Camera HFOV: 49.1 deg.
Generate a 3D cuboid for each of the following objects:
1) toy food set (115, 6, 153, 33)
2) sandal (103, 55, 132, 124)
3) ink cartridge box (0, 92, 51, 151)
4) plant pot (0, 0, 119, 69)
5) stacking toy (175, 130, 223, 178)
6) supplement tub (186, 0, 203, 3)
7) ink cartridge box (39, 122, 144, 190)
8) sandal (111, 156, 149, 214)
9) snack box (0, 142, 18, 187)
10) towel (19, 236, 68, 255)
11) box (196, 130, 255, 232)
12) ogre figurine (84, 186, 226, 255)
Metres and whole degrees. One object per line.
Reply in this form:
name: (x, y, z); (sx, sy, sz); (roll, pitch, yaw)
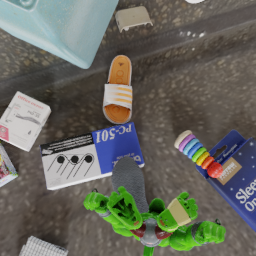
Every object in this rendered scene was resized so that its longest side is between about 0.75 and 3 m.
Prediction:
toy food set: (0.181, -3.432, 8.913); (1.055, 0.319, 0.757); (-13, 63, -5)
sandal: (-0.297, -1.218, 8.068); (0.844, 0.631, 2.204); (2, 74, 0)
ink cartridge box: (-2.904, -0.185, 7.741); (0.993, 0.561, 1.356); (26, 75, -3)
plant pot: (-2.113, -3.576, 7.111); (2.896, 2.950, 2.888); (26, 97, 7)
stacking toy: (1.909, 0.726, 7.379); (0.606, 0.606, 1.420); (-39, 64, -10)
supplement tub: (1.908, -5.299, 8.711); (1.637, 1.637, 2.332); (-28, 76, -8)
ink cartridge box: (-0.955, 0.750, 7.539); (2.572, 0.569, 1.209); (-13, 76, -4)
sandal: (0.141, 1.789, 7.215); (0.823, 0.463, 2.165); (-18, 92, -3)
snack box: (-4.324, 1.188, 7.399); (2.213, 0.586, 1.574); (-31, 76, -8)
towel: (-2.156, 3.424, 6.792); (1.104, 0.571, 1.334); (18, 77, 7)
box: (3.341, 1.490, 7.403); (1.703, 0.455, 2.811); (-41, 77, -11)
ogre figurine: (0.440, 1.865, 5.442); (2.438, 1.462, 1.196); (-5, 54, 1)
